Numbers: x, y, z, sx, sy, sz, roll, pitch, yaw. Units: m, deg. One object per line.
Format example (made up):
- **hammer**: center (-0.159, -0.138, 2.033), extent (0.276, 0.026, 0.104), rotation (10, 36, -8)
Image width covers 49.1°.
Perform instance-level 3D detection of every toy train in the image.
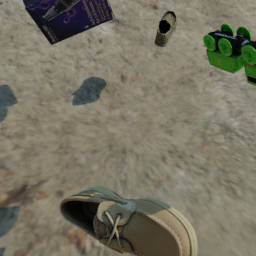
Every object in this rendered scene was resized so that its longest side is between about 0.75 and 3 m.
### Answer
- **toy train**: center (1.952, -0.889, 3.864), extent (0.540, 0.729, 2.587), rotation (-32, 35, -6)

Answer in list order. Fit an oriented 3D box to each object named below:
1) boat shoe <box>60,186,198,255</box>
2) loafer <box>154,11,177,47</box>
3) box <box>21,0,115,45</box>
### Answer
- **boat shoe**: center (-0.130, 1.367, 3.870), extent (0.736, 0.813, 2.282), rotation (-2, 2, -43)
- **loafer**: center (1.100, -2.851, 7.825), extent (0.498, 0.461, 1.324), rotation (15, 63, 6)
- **box**: center (-1.490, -3.174, 6.998), extent (1.889, 1.398, 0.985), rotation (-22, 66, 5)
